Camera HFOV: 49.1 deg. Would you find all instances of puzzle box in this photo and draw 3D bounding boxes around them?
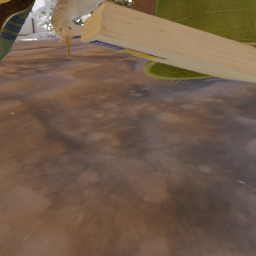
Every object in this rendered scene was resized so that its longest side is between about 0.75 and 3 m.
[{"bbox_3d":[0.630,-0.878,3.216,2.229,0.283,1.483,10,12,-18],"label":"puzzle box"}]

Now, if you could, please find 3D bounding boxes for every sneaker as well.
[{"bbox_3d":[-2.762,-2.242,6.054,0.832,2.482,1.114,29,-23,-16],"label":"sneaker"}]

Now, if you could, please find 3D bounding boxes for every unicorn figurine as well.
[{"bbox_3d":[-0.774,-2.593,5.198,1.560,2.271,0.839,-20,22,-28],"label":"unicorn figurine"}]

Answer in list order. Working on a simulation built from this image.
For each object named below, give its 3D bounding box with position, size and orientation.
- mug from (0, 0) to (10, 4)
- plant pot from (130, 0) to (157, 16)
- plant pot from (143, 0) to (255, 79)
[{"bbox_3d":[-2.537,-2.476,4.160,1.935,2.357,1.887,3,51,-2],"label":"mug"},{"bbox_3d":[0.660,-4.385,9.537,1.476,1.287,1.476,21,23,-9],"label":"plant pot"},{"bbox_3d":[1.633,-2.578,5.801,2.778,2.638,2.778,-3,-1,0],"label":"plant pot"}]
